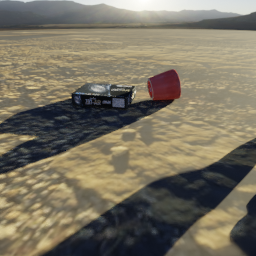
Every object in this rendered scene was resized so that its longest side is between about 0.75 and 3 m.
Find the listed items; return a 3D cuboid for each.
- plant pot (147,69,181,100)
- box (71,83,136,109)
[{"bbox_3d":[1.272,-1.507,10.201,1.002,1.132,1.132,-13,25,-6],"label":"plant pot"},{"bbox_3d":[-0.816,-1.180,10.083,1.985,0.432,1.590,6,24,12],"label":"box"}]
